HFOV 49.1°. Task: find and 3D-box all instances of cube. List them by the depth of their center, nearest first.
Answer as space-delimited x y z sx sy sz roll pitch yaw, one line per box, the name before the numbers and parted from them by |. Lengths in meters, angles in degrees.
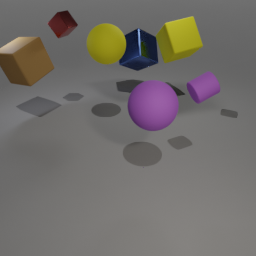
cube | -2.532 -4.035 10.900 0.700 0.700 0.700 -29 12 34
cube | -4.108 -2.663 11.140 1.400 1.400 1.400 13 48 35
cube | 2.272 -3.936 12.637 1.400 1.400 1.400 -18 0 -12
cube | 0.490 -3.792 13.761 1.400 1.400 1.400 -12 -12 42

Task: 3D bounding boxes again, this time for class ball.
ball | 0.687 -0.615 7.748 1.400 1.400 1.400 0 29 0
ball | -0.771 -2.985 9.994 1.400 1.400 1.400 0 29 0

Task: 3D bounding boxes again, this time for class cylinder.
cylinder | 2.170 -1.165 8.089 0.700 0.700 0.700 -29 33 -1
